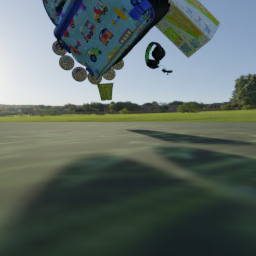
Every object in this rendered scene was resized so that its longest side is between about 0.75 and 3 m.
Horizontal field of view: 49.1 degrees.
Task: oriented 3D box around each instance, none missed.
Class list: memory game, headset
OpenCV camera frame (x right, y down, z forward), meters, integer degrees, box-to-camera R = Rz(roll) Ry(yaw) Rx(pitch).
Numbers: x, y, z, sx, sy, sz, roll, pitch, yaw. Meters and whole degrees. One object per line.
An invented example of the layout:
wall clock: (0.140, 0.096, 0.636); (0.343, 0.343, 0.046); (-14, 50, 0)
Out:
memory game: (-1.409, -3.017, 10.565); (2.912, 2.912, 0.186); (-1, -12, -25)
headset: (0.874, -1.984, 8.101); (0.549, 1.167, 0.721); (1, -43, -27)

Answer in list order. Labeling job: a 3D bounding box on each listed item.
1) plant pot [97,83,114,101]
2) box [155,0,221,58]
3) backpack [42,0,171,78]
plant pot: (-0.964, -1.574, 12.233); (0.804, 0.763, 0.804); (-5, 9, 1)
box: (1.480, -2.953, 7.610); (1.724, 0.874, 0.970); (40, -33, -10)
backpack: (-0.796, -2.908, 6.430); (2.492, 2.730, 1.836); (-37, 9, 38)
